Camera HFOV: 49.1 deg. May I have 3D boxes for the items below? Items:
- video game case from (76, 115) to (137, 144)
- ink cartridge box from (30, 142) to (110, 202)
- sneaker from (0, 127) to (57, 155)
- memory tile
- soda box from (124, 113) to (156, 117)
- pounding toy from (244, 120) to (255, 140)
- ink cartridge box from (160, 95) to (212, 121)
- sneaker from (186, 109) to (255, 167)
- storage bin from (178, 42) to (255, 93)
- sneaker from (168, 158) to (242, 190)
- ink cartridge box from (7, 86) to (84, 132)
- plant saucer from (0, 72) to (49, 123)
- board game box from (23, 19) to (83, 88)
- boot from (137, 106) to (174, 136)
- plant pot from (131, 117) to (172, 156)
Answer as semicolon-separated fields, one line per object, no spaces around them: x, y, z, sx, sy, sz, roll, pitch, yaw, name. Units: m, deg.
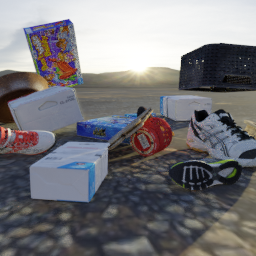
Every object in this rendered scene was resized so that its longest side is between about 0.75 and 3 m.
-0.220;-0.015;9.504;2.273;0.516;2.060;8;12;36;video game case
-0.953;0.734;5.228;1.001;0.576;1.728;2;11;9;ink cartridge box
-2.674;0.294;6.764;1.730;0.578;0.927;-5;-18;3;sneaker
-0.086;0.122;7.045;1.601;0.175;2.089;-39;2;19;memory tile
0.521;-0.401;11.868;1.311;0.421;0.445;-4;11;-24;soda box
3.417;0.325;7.654;0.868;0.871;1.518;14;19;-31;pounding toy
2.712;-1.017;13.498;1.756;1.030;2.399;-2;12;-9;ink cartridge box
2.359;0.147;6.877;1.003;1.162;2.651;-4;13;-28;sneaker
2.855;-1.824;9.007;1.796;1.245;2.657;3;4;-9;storage bin
1.369;0.818;5.215;1.472;0.544;0.596;4;2;-23;sneaker
-2.989;-0.633;9.859;2.008;1.141;2.756;-22;18;-21;ink cartridge box
-4.477;-1.031;11.247;2.888;2.888;0.528;-10;58;-43;plant saucer
-3.134;-3.037;12.149;1.933;2.875;0.644;-20;46;-18;board game box
0.920;-0.184;8.793;0.452;1.243;1.321;-41;-11;30;boot
0.556;0.247;7.128;0.903;0.903;0.823;7;20;34;plant pot
